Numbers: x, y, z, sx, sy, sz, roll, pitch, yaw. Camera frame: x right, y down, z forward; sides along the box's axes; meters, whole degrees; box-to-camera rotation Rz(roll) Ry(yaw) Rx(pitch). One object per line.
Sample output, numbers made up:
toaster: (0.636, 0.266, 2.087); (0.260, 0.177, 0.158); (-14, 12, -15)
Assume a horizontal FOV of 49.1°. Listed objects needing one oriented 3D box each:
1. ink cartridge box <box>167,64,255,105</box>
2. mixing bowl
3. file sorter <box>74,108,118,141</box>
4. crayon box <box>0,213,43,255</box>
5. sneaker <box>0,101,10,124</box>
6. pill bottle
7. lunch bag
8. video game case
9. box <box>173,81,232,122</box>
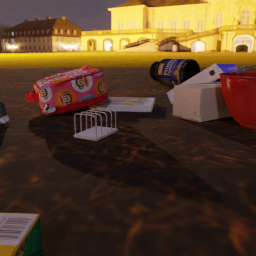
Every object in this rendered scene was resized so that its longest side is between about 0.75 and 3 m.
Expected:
ink cartridge box: (3.226, -1.882, 10.587); (2.825, 0.613, 2.799); (-27, -4, 34)
mixing bowl: (3.550, -0.705, 7.150); (2.489, 1.348, 2.489); (1, 14, 0)
file sorter: (-0.731, -0.121, 6.454); (0.628, 0.563, 0.905); (8, 17, 27)
crayon box: (-1.314, 1.175, 1.393); (1.175, 0.576, 1.979); (1, 14, 2)
sneaker: (-3.913, -0.393, 7.282); (1.489, 0.679, 0.578); (-11, 18, -34)
pill bottle: (2.689, -3.310, 16.673); (1.622, 1.622, 2.901); (-11, 18, -36)
lunch bag: (-2.162, -1.293, 9.472); (2.513, 1.169, 2.853); (-17, 19, -15)
video game case: (-0.120, -0.867, 9.973); (2.066, 0.236, 1.880); (1, 15, 9)
box: (2.792, -0.906, 8.689); (2.822, 0.965, 1.159); (-10, 18, -35)
